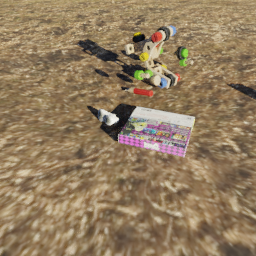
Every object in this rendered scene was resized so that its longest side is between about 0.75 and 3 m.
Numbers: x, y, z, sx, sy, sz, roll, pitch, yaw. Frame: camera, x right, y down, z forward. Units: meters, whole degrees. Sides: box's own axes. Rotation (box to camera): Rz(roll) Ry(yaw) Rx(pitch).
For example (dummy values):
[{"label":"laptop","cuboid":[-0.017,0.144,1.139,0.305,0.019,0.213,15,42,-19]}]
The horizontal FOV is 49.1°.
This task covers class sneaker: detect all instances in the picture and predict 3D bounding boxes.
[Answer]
[{"label":"sneaker","cuboid":[-0.631,-0.349,9.110,0.465,0.365,0.937,-4,30,-37]}]

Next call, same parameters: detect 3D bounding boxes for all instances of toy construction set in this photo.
[{"label":"toy construction set","cuboid":[0.721,-2.545,11.083,2.181,2.367,2.838,15,62,42]}]

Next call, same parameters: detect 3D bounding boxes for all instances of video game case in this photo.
[{"label":"video game case","cuboid":[0.912,0.037,8.456,1.952,0.350,1.770,11,35,15]}]
